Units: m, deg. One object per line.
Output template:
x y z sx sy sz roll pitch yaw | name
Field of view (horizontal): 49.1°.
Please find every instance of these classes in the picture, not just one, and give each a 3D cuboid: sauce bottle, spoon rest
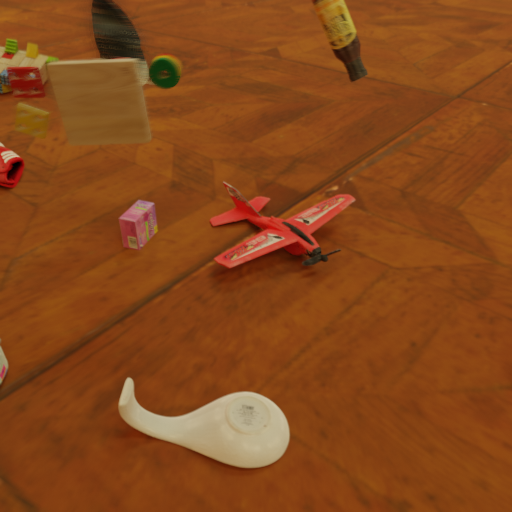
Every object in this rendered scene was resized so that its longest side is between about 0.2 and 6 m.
1.510 -3.857 9.812 0.527 1.598 0.527 -27 14 7 | sauce bottle
-0.618 2.011 6.831 2.087 0.633 1.037 13 37 -4 | spoon rest

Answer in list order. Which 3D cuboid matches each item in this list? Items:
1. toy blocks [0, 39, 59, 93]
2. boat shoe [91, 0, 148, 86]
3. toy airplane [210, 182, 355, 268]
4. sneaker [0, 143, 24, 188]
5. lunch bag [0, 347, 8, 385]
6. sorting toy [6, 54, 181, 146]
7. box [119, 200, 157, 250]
-7.439 -5.549 16.918 2.439 1.219 1.667 10 46 -5 | toy blocks
-2.102 -3.280 8.444 0.668 0.593 1.789 -15 61 -8 | boat shoe
0.242 -0.560 10.327 3.033 0.558 3.033 -3 38 3 | toy airplane
-5.991 -1.784 11.785 1.335 0.906 2.311 21 42 29 | sneaker
-4.328 1.564 7.197 1.905 0.734 1.528 1 35 1 | lunch bag
-2.206 -2.180 7.830 2.461 1.186 0.416 -2 38 3 | sorting toy
-2.152 -0.565 10.277 0.343 0.624 0.710 11 36 16 | box
